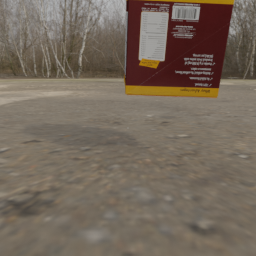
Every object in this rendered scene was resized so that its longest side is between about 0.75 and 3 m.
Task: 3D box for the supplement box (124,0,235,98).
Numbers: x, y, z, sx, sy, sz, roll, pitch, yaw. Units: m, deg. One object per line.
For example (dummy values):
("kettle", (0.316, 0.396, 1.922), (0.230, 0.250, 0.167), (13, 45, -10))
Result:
("supplement box", (0.675, -1.310, 4.351), (1.441, 1.461, 0.970), (1, 23, -3))
